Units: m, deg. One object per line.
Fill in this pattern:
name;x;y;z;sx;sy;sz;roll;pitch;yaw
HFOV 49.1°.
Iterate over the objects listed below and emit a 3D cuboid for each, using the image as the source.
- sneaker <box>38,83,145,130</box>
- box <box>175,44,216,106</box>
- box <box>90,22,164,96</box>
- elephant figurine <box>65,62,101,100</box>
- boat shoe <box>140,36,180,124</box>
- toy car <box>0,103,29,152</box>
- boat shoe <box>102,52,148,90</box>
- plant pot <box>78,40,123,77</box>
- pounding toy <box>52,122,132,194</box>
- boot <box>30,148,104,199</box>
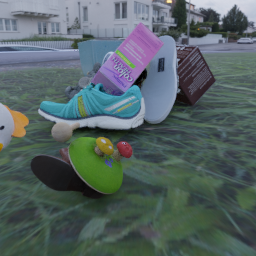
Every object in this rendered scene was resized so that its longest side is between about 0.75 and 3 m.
sneaker;-0.944;-0.594;7.208;2.843;1.132;1.102;1;10;15
box;1.931;-1.870;9.789;1.299;1.582;1.313;-47;33;-7
box;-0.111;-1.718;7.787;0.875;1.811;1.593;39;-16;-10
elephant figurine;-1.260;-1.345;9.087;1.451;1.126;1.027;-40;-3;9
boat shoe;1.006;-1.330;8.391;1.086;1.005;2.943;-6;60;20
toy car;-1.475;0.117;2.614;1.241;1.144;1.098;-23;56;-37
boat shoe;0.199;-1.794;10.491;1.300;1.013;2.864;28;1;25
plant pot;-0.929;-2.689;12.142;1.989;2.026;1.984;-7;15;-26
pounding toy;-0.410;0.291;4.179;1.292;0.600;0.997;49;18;4
boot;-1.011;0.533;4.490;1.229;0.424;1.319;35;6;-28
